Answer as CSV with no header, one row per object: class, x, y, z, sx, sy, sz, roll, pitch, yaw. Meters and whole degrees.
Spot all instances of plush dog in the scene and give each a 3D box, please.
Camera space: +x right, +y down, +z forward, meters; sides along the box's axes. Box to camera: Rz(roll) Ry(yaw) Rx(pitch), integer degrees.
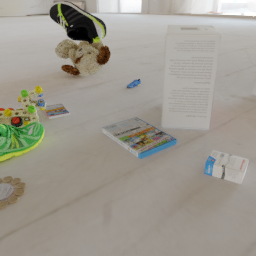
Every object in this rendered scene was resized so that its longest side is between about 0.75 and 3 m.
plush dog,-1.925,-3.353,13.439,2.760,2.215,2.371,-25,40,13

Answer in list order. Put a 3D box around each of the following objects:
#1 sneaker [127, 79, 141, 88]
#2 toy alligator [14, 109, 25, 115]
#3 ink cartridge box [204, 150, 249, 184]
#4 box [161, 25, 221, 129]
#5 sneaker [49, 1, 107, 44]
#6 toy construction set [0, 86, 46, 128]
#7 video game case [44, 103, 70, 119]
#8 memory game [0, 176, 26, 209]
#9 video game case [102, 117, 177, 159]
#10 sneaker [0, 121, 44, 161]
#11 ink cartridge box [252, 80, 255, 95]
sneaker,0.233,-1.900,11.847,0.767,0.301,0.253,-23,37,-35
toy alligator,-3.636,-0.334,8.574,1.412,0.419,0.383,-5,11,9
ink cartridge box,2.236,0.874,6.363,0.828,0.349,0.604,15,31,27
box,1.836,-1.625,8.606,1.451,2.729,2.078,3,27,8
sneaker,-1.863,-3.528,9.441,2.422,0.869,1.003,26,55,18
toy construction set,-3.488,-0.458,8.212,2.124,0.978,1.393,-13,58,0
video game case,-2.442,-0.589,9.509,0.705,0.086,0.986,-13,29,-25
memory game,-2.652,1.333,5.784,1.069,0.068,1.069,0,26,0
video game case,0.281,0.210,7.875,1.290,0.160,1.803,-18,32,-32
sneaker,-2.984,0.247,7.006,0.779,0.879,2.104,18,31,33
ink cartridge box,5.669,-1.398,10.458,1.119,0.655,1.548,-11,31,-20
